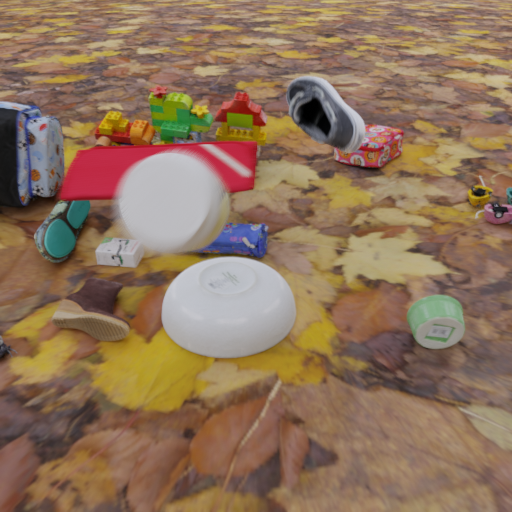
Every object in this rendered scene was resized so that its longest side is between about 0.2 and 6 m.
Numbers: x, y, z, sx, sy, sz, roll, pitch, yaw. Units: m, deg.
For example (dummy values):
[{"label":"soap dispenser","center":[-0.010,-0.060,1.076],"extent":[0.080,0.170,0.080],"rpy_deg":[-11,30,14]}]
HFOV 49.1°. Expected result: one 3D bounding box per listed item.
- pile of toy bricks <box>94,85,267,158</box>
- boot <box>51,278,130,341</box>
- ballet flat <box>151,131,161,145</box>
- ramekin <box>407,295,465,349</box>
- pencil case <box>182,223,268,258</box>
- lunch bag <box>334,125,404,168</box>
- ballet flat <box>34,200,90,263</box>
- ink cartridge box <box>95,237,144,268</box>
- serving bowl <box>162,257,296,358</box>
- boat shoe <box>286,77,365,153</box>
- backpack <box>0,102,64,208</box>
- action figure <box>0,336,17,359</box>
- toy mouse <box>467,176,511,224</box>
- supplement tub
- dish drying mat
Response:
[{"label":"pile of toy bricks","center":[-2.087,-3.207,13.989],"extent":[4.526,2.235,2.511],"rpy_deg":[7,47,5]},{"label":"boot","center":[-2.618,0.835,9.669],"extent":[1.511,0.547,1.257],"rpy_deg":[8,35,18]},{"label":"ballet flat","center":[-2.588,-3.220,15.873],"extent":[1.760,0.622,0.622],"rpy_deg":[22,39,33]},{"label":"ramekin","center":[2.906,1.093,9.005],"extent":[0.886,0.886,0.433],"rpy_deg":[1,40,2]},{"label":"pencil case","center":[-0.653,-0.356,11.361],"extent":[1.830,0.714,0.795],"rpy_deg":[4,19,8]},{"label":"lunch bag","center":[3.063,-3.104,15.695],"extent":[1.665,0.774,1.890],"rpy_deg":[18,36,34]},{"label":"ballet flat","center":[-4.165,-0.510,11.738],"extent":[0.873,0.873,2.352],"rpy_deg":[3,31,4]},{"label":"ink cartridge box","center":[-2.733,-0.074,11.287],"extent":[0.800,0.337,0.584],"rpy_deg":[4,33,6]},{"label":"serving bowl","center":[-0.483,0.688,9.701],"extent":[2.362,0.777,2.362],"rpy_deg":[-1,33,0]},{"label":"boat shoe","center":[1.028,-2.699,10.385],"extent":[0.848,0.898,2.503],"rpy_deg":[4,37,-30]},{"label":"backpack","center":[-5.589,-2.492,13.216],"extent":[2.031,2.637,2.512],"rpy_deg":[5,20,-17]},{"label":"action figure","center":[-4.260,1.428,8.867],"extent":[0.867,0.443,0.516],"rpy_deg":[1,22,4]},{"label":"toy mouse","center":[5.737,-1.107,12.841],"extent":[1.826,0.398,2.054],"rpy_deg":[19,38,28]},{"label":"supplement tub","center":[-1.008,-0.650,7.158],"extent":[1.216,1.216,1.677],"rpy_deg":[1,2,2]},{"label":"dish drying mat","center":[-1.885,-1.715,11.041],"extent":[3.758,0.342,1.443],"rpy_deg":[-1,53,6]}]
